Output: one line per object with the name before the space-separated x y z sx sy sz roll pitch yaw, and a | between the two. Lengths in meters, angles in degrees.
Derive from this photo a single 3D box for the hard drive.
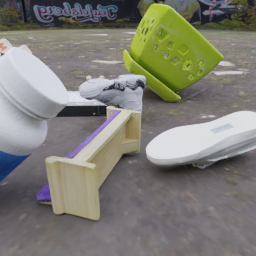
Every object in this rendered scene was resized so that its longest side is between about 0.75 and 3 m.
hard drive | -1.896 -0.910 10.096 2.416 0.457 1.688 0 24 -1

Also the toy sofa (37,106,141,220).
toy sofa | -0.717 0.508 5.845 1.331 1.130 2.728 9 26 18

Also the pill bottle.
pill bottle | -2.414 0.074 4.667 2.877 1.615 1.615 -41 20 13

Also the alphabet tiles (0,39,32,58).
alphabet tiles | -3.710 -1.847 9.368 0.171 2.339 2.288 -26 19 40

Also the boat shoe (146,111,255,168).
boat shoe | 1.787 0.424 6.378 2.836 0.972 1.021 -19 35 -16

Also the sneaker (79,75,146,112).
sneaker | -0.341 -0.753 8.276 0.955 1.460 2.541 11 21 37

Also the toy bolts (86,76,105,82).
toy bolts | -1.378 -1.922 11.658 0.858 0.595 0.819 -8 27 -19

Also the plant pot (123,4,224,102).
plant pot | 1.430 -2.843 11.003 2.852 2.601 2.866 33 17 -20
